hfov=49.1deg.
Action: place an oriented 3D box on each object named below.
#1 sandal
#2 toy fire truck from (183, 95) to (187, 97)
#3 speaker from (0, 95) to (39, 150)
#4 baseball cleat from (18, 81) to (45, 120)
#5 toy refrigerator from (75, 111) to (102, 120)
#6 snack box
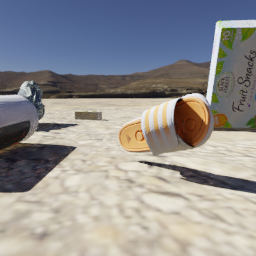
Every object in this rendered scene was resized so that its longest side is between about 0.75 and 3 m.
[{"bbox_3d":[0.303,0.079,3.480,0.465,0.622,1.622,-13,-5,-42],"label":"sandal"},{"bbox_3d":[1.651,-0.309,7.728,0.619,0.847,0.962,24,61,41],"label":"toy fire truck"},{"bbox_3d":[-2.268,-0.048,4.425,0.957,0.957,2.357,0,7,2],"label":"speaker"},{"bbox_3d":[-3.127,-0.509,8.551,0.895,1.367,2.568,29,19,-23],"label":"baseball cleat"},{"bbox_3d":[-1.474,-0.489,10.423,0.966,0.338,0.367,3,7,19],"label":"toy refrigerator"},{"bbox_3d":[3.136,-1.294,7.234,1.966,2.764,0.732,1,35,7],"label":"snack box"}]
